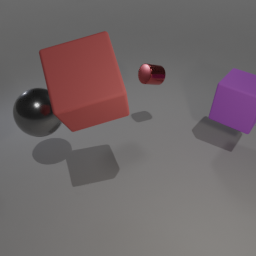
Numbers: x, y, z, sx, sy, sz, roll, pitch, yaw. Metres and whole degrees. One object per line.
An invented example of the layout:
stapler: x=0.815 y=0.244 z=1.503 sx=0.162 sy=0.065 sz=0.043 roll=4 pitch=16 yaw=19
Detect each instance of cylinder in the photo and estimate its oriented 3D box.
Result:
cylinder: x=0.830 y=-1.868 z=9.795 sx=0.700 sy=0.700 sz=0.700 roll=-3 pitch=29 yaw=-38

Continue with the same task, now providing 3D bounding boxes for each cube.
cube: x=-0.846 y=-0.899 z=5.909 sx=1.400 sy=1.400 sz=1.400 roll=-17 pitch=75 yaw=-1
cube: x=3.719 y=-0.918 z=9.255 sx=1.400 sy=1.400 sz=1.400 roll=26 pitch=44 yaw=26

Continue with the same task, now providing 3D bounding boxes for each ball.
ball: x=-2.530 y=-0.443 z=7.990 sx=1.400 sy=1.400 sz=1.400 roll=0 pitch=33 yaw=0
